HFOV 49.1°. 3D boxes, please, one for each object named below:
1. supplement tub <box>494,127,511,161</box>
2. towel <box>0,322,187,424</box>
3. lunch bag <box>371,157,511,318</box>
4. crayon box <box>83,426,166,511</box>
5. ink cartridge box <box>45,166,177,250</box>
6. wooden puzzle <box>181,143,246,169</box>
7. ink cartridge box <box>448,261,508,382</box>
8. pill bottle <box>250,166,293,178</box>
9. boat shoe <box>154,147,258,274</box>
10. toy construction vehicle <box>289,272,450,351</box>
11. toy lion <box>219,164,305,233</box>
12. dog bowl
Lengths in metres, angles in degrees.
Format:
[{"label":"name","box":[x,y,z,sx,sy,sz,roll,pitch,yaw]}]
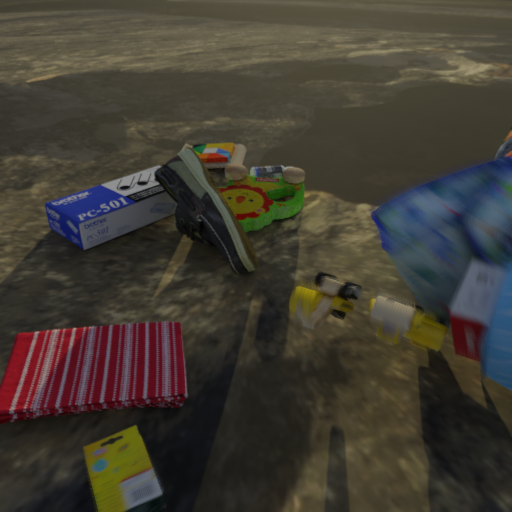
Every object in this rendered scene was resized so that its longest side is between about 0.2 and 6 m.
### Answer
[{"label":"supplement tub","box":[5.675,-1.963,11.120,1.600,1.600,2.611,17,36,26]},{"label":"towel","box":[-1.979,1.372,6.875,2.185,0.246,1.580,-3,29,-9]},{"label":"lunch bag","box":[2.757,-0.217,7.368,1.882,1.601,1.200,-29,32,17]},{"label":"crayon box","box":[-1.308,2.162,5.499,0.585,0.234,0.922,-18,37,-17]},{"label":"ink cartridge box","box":[-2.445,-0.967,10.445,1.194,0.562,2.540,25,39,37]},{"label":"wooden puzzle","box":[-1.038,-2.365,13.054,1.503,0.280,1.391,3,31,4]},{"label":"ink cartridge box","box":[2.641,0.806,6.678,0.476,1.136,0.997,19,65,33]},{"label":"pill bottle","box":[0.345,-1.604,11.567,0.881,0.501,0.501,-5,31,-9]},{"label":"boat shoe","box":[-0.922,-0.680,9.511,0.972,1.057,2.957,-30,54,-2]},{"label":"toy construction vehicle","box":[1.401,0.776,6.777,1.656,0.670,1.903,21,2,24]},{"label":"toy lion","box":[-0.025,-1.038,10.652,1.859,0.638,1.782,3,38,5]},{"label":"dog bowl","box":[3.720,0.433,6.849,0.861,1.937,3.474,16,34,33]}]
